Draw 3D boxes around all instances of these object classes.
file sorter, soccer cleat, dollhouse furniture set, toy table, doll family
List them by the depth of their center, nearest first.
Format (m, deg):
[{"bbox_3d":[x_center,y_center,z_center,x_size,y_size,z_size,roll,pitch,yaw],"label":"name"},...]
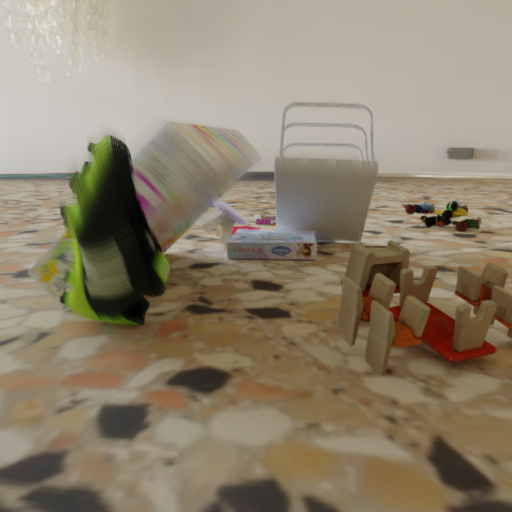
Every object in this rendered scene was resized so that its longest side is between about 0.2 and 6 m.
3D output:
[{"bbox_3d":[-1.384,-0.138,5.775,1.099,2.711,0.915,16,52,-8],"label":"soccer cleat"},{"bbox_3d":[1.750,0.614,6.193,1.933,0.996,1.912,-5,23,-22],"label":"dollhouse furniture set"},{"bbox_3d":[-0.709,-0.705,11.702,1.041,0.663,1.133,44,7,30],"label":"toy table"},{"bbox_3d":[1.396,-1.710,11.776,1.896,1.701,2.732,3,-27,4],"label":"file sorter"},{"bbox_3d":[4.814,-1.065,14.671,2.076,0.815,1.200,3,14,42],"label":"doll family"}]

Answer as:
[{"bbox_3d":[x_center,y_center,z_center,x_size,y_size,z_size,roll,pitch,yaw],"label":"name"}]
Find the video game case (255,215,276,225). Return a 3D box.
[{"bbox_3d":[0.504,-1.024,15.774,1.082,0.194,0.981,0,11,-1],"label":"video game case"}]

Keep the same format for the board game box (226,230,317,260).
[{"bbox_3d":[0.357,-0.242,11.319,1.710,0.352,1.706,1,11,6],"label":"board game box"}]

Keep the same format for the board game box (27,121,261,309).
[{"bbox_3d":[-1.435,-0.832,8.920,2.791,0.711,4.152,-43,1,15],"label":"board game box"}]

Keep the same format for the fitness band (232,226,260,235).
[{"bbox_3d":[-0.343,-0.626,13.869,0.900,0.168,0.646,4,9,15],"label":"fitness band"}]
